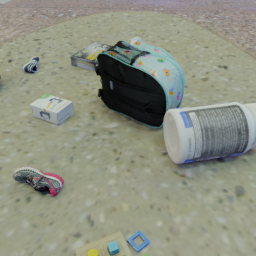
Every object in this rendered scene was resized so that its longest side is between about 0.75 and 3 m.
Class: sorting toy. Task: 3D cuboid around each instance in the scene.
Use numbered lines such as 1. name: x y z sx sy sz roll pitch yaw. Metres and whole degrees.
1. sorting toy: -0.478 2.934 6.136 2.236 0.305 1.259 -16 41 -18

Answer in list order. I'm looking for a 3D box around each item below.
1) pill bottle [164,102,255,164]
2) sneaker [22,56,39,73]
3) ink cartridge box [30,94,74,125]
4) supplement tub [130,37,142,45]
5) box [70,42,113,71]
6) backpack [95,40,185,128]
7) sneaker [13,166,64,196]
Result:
1. pill bottle: 2.737 0.083 8.665 2.967 1.688 1.688 -7 39 -9
2. sneaker: -4.562 -3.100 13.741 0.652 0.421 1.202 10 46 21
3. ink cartridge box: -2.864 -0.725 10.601 1.301 0.569 0.945 19 41 21
4. supplement tub: 0.430 -4.511 15.362 0.673 0.673 1.020 3 38 4
5. box: -1.598 -3.699 14.426 1.738 0.530 2.194 19 41 22
6. backpack: 0.585 -1.550 10.021 2.973 2.613 2.279 34 53 30
7. sneaker: -2.549 1.477 7.785 1.438 0.580 0.537 9 41 11
